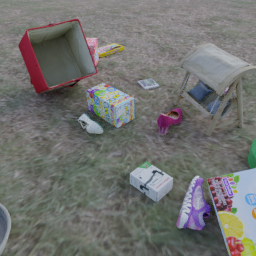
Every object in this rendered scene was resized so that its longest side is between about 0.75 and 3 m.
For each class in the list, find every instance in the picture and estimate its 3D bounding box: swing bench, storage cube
[{"bbox_3d":[3.376,-1.654,11.359,1.771,2.729,2.715,-14,38,-18],"label":"swing bench"},{"bbox_3d":[-3.308,-3.167,12.927,2.437,2.851,2.562,-24,13,-26],"label":"storage cube"}]

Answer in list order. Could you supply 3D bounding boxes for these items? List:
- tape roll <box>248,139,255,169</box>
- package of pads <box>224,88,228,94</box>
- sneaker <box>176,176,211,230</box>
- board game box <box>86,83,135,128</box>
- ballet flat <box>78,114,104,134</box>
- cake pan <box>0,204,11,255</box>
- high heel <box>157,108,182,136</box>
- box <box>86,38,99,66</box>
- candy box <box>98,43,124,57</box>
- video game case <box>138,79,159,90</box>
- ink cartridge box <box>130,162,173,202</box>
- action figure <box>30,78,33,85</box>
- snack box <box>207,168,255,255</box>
[{"bbox_3d":[5.371,1.123,9.309,2.514,0.604,2.514,0,35,0],"label":"tape roll"},{"bbox_3d":[4.495,-1.868,13.616,0.706,0.444,1.172,10,37,13],"label":"package of pads"},{"bbox_3d":[1.950,2.148,7.884,0.782,0.711,1.769,18,43,13],"label":"sneaker"},{"bbox_3d":[-0.755,-1.004,11.898,1.014,1.032,1.968,-30,44,-33],"label":"board game box"},{"bbox_3d":[-1.521,-0.079,11.168,0.533,0.533,1.536,-22,37,-27],"label":"ballet flat"},{"bbox_3d":[-4.164,2.838,7.049,2.390,0.438,2.390,0,36,0],"label":"cake pan"},{"bbox_3d":[1.735,-0.553,11.354,0.659,0.939,1.957,23,42,29],"label":"high heel"},{"bbox_3d":[-3.187,-4.441,16.385,2.757,1.415,1.305,3,36,4],"label":"box"},{"bbox_3d":[-1.318,-5.089,18.273,2.014,0.266,1.029,-28,42,-33],"label":"candy box"},{"bbox_3d":[1.048,-2.286,14.498,0.810,0.104,0.891,-14,38,-19],"label":"video game case"},{"bbox_3d":[0.724,1.643,8.691,1.118,0.464,0.819,29,45,34],"label":"ink cartridge box"},{"bbox_3d":[-4.082,-3.236,14.838,0.847,1.285,2.596,26,36,1],"label":"action figure"},{"bbox_3d":[3.477,2.273,6.885,2.365,0.949,2.805,-15,35,11],"label":"snack box"}]
